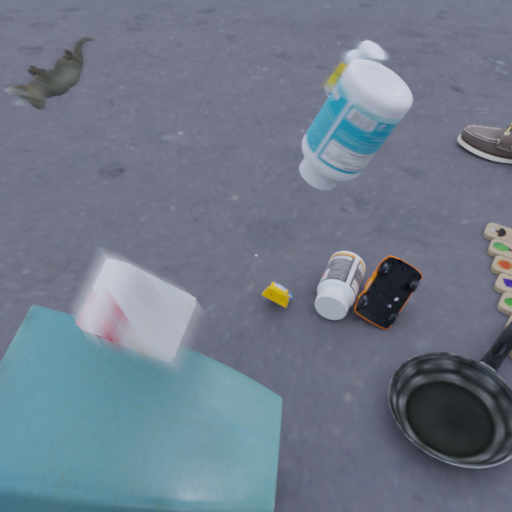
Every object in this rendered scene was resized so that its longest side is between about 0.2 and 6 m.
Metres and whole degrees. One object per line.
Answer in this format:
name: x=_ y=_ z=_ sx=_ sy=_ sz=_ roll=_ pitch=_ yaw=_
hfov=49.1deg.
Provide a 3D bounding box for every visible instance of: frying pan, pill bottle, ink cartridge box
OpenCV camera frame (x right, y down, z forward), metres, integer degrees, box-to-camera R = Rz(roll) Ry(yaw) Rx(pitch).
frying pan: x=3.070 y=1.828 z=8.485 sx=1.903 sy=0.512 sz=3.146 roll=16 pitch=43 yaw=15
pill bottle: x=1.126 y=-1.526 z=6.884 sx=0.867 sy=1.565 sz=0.867 roll=17 pitch=47 yaw=-18
pill bottle: x=1.374 y=-2.531 z=7.786 sx=0.488 sy=0.871 sz=0.488 roll=15 pitch=53 yaw=-22
ink cartridge box: x=-1.177 y=0.560 z=5.624 sx=0.427 sy=0.996 sz=0.735 roll=12 pitch=74 yaw=40
pill bottle: x=1.454 y=0.515 z=9.779 sx=0.687 sy=0.687 sz=1.180 roll=15 pitch=44 yaw=16

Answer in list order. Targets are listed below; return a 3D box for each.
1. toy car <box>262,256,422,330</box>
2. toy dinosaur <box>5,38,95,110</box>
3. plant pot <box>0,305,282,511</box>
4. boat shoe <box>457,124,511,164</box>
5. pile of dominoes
toy car: x=1.457 y=0.397 z=9.642 sx=2.520 sy=1.236 sz=0.839 roll=13 pitch=11 yaw=4
toy dinosaur: x=-3.089 y=-2.793 z=8.785 sx=1.599 sy=0.615 sz=0.818 roll=-30 pitch=50 yaw=-7
plant pot: x=-1.392 y=2.378 z=6.710 sx=3.199 sy=2.260 sz=2.261 roll=10 pitch=43 yaw=-2
boat shoe: x=6.234 y=-2.616 z=13.081 sx=2.926 sy=0.871 sz=1.051 roll=26 pitch=48 yaw=26
pile of dominoes: x=5.808 y=0.613 z=9.715 sx=3.111 sy=0.635 sz=3.991 roll=7 pitch=42 yaw=8
